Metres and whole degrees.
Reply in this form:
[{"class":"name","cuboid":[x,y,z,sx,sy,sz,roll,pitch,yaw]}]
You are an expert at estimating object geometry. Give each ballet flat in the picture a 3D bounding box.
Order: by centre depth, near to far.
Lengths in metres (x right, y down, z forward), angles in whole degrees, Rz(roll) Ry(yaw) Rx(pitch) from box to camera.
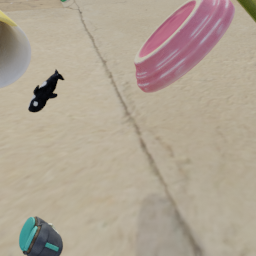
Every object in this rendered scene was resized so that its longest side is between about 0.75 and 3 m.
[{"class":"ballet flat","cuboid":[-0.931,1.214,3.031,0.430,0.430,1.177,-21,-4,-27]}]

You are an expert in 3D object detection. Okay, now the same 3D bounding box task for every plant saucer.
[{"class":"plant saucer","cuboid":[1.189,-2.225,7.080,0.758,2.990,2.990,41,31,-19]},{"class":"plant saucer","cuboid":[3.687,-3.728,7.377,1.475,1.477,0.354,41,52,-14]}]

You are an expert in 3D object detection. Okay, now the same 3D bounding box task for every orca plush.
[{"class":"orca plush","cuboid":[-1.874,-0.833,6.811,0.454,0.672,1.277,24,49,10]}]

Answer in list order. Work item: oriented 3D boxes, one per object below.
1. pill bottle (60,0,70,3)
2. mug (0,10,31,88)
[{"class":"pill bottle","cuboid":[-2.136,-4.383,8.021,0.808,1.429,0.808,-21,53,31]},{"class":"mug","cuboid":[-2.993,-2.038,5.714,1.577,1.969,1.616,-11,47,-32]}]
